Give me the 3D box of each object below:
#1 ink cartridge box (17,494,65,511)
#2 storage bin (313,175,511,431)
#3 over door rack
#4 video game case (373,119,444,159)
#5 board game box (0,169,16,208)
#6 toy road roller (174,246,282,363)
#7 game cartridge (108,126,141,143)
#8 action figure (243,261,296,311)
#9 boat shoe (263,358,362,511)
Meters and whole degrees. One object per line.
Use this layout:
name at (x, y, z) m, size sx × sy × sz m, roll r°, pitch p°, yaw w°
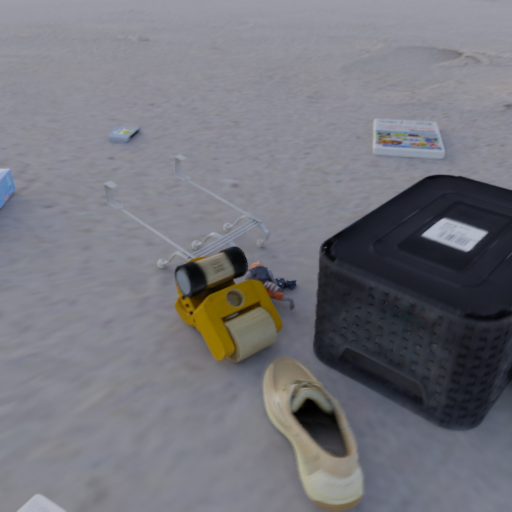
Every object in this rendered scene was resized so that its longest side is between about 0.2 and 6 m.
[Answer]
ink cartridge box at (-1.326, 2.475, 3.936) m, size 1.505 × 0.510 × 0.873 m, roll 18°, pitch 35°, yaw 27°
storage bin at (2.302, 0.300, 6.684) m, size 2.075 × 1.439 × 3.070 m, roll 25°, pitch 38°, yaw 34°
over door rack at (-1.059, -0.537, 8.597) m, size 2.118 × 0.705 × 1.564 m, roll 40°, pitch 46°, yaw 19°
video game case at (3.465, -2.730, 12.924) m, size 1.496 × 0.188 × 2.090 m, roll 6°, pitch 31°, yaw 9°
board game box at (-5.849, -0.859, 9.491) m, size 2.774 × 0.508 × 2.099 m, roll -1°, pitch 31°, yaw -3°
toy road roller at (-0.449, 0.648, 6.863) m, size 0.864 × 1.027 × 1.407 m, roll -21°, pitch 74°, yaw -33°
game cartridge at (-3.124, -2.862, 13.185) m, size 0.555 × 0.168 × 0.832 m, roll 2°, pitch 31°, yaw 11°
action figure at (0.208, 0.366, 7.503) m, size 0.917 × 0.479 × 0.887 m, roll -10°, pitch 38°, yaw -23°
boat shoe at (0.519, 1.491, 5.397) m, size 0.685 × 0.617 × 1.899 m, roll -6°, pitch 26°, yaw -11°
